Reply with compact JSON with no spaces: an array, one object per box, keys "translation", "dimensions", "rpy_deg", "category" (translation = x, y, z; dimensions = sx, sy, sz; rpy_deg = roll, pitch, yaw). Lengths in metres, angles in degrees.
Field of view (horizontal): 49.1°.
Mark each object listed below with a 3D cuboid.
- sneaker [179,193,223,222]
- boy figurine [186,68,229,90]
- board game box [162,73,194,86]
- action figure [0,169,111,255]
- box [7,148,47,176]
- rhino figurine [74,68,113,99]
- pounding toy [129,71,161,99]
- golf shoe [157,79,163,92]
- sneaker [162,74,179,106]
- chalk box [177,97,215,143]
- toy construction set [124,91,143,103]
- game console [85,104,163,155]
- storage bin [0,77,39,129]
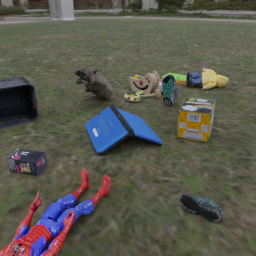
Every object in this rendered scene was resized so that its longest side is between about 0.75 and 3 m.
[{"translation":[1.547,1.653,5.959],"dimensions":[0.963,0.363,0.382],"rpy_deg":[26,26,26],"category":"sneaker"},{"translation":[3.773,-2.341,13.338],"dimensions":[1.913,0.616,1.190],"rpy_deg":[2,63,-2],"category":"boy figurine"},{"translation":[2.741,-2.457,14.168],"dimensions":[1.855,0.278,0.886],"rpy_deg":[14,31,31],"category":"board game box"},{"translation":[-1.426,1.779,5.287],"dimensions":[0.976,0.771,2.983],"rpy_deg":[15,33,22],"category":"action figure"},{"translation":[-2.617,0.879,7.303],"dimensions":[0.839,0.445,0.513],"rpy_deg":[6,28,11],"category":"box"},{"translation":[-1.341,-1.825,10.999],"dimensions":[1.179,0.806,2.697],"rpy_deg":[23,-4,15],"category":"rhino figurine"},{"translation":[0.701,-1.942,12.287],"dimensions":[1.782,1.019,1.022],"rpy_deg":[22,34,38],"category":"pounding toy"},{"translation":[1.526,-1.825,12.643],"dimensions":[0.696,0.549,1.513],"rpy_deg":[-14,21,-17],"category":"golf shoe"},{"translation":[1.702,-1.593,10.916],"dimensions":[0.574,1.542,0.675],"rpy_deg":[31,61,24],"category":"sneaker"},{"translation":[2.286,-0.375,9.211],"dimensions":[1.004,0.997,1.608],"rpy_deg":[9,27,20],"category":"chalk box"},{"translation":[0.202,-1.311,11.734],"dimensions":[0.839,0.387,0.550],"rpy_deg":[-3,50,11],"category":"toy construction set"},{"translation":[-0.197,0.180,8.982],"dimensions":[1.747,1.211,2.046],"rpy_deg":[-36,31,0],"category":"game console"},{"translation":[-4.305,-0.845,9.660],"dimensions":[2.090,1.413,0.980],"rpy_deg":[-16,31,-28],"category":"storage bin"}]
